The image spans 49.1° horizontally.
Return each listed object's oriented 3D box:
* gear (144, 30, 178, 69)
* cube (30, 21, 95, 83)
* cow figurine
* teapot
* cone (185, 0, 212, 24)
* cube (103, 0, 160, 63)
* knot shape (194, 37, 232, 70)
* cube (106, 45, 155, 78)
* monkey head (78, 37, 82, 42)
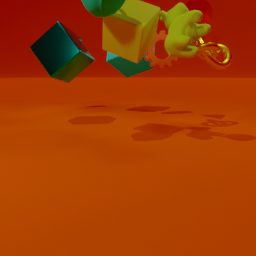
[{"bbox_3d":[1.206,-2.799,10.068,1.309,1.309,0.242,-2,7,-11],"label":"gear"},{"bbox_3d":[-1.942,-2.226,8.439,1.164,1.164,1.164,-38,-7,11],"label":"cube"},{"bbox_3d":[1.122,-2.155,6.245,0.756,1.377,1.355,37,-15,-37],"label":"cow figurine"},{"bbox_3d":[-0.548,-2.775,5.367,0.875,1.111,1.787,40,17,15],"label":"teapot"},{"bbox_3d":[2.164,-3.406,8.321,0.948,0.948,0.952,0,19,0],"label":"cone"},{"bbox_3d":[0.062,-2.359,6.697,0.995,0.995,0.995,25,54,12],"label":"cube"},{"bbox_3d":[2.188,-2.197,7.898,1.327,0.613,1.242,10,28,-26],"label":"knot shape"},{"bbox_3d":[0.139,-3.086,11.252,1.373,1.373,1.373,-13,-28,36],"label":"cube"},{"bbox_3d":[-2.340,-3.467,11.873,1.232,0.742,0.886,21,-11,-41],"label":"monkey head"}]
